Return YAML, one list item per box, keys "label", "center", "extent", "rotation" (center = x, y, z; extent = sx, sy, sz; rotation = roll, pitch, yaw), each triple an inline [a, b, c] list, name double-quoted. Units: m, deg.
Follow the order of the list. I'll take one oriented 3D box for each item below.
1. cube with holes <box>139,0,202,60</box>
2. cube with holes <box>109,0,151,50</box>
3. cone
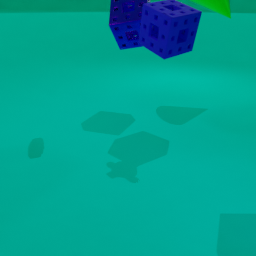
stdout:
- label: "cube with holes"
  center: [1.075, -2.633, 7.405]
  extent: [1.069, 1.069, 1.069]
  rotation: [-24, 49, -30]
- label: "cube with holes"
  center: [0.164, -3.402, 8.905]
  extent: [1.175, 1.175, 1.175]
  rotation: [-4, 66, 15]
- label: "cone"
  center: [3.102, -4.452, 9.702]
  extent: [1.658, 1.665, 1.658]
  rotation: [-40, 19, 16]
